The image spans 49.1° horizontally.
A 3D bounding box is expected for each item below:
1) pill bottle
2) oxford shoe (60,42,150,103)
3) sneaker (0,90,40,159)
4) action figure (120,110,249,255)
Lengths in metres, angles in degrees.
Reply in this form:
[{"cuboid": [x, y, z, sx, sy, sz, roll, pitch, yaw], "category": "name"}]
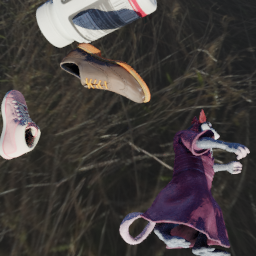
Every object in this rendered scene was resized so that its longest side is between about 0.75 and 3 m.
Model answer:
[{"cuboid": [-0.873, -3.211, 7.259, 2.913, 1.613, 1.613, -17, 53, 23], "category": "pill bottle"}, {"cuboid": [-0.463, -0.920, 5.332, 1.988, 0.709, 0.725, 33, 63, 28], "category": "oxford shoe"}, {"cuboid": [-2.430, -0.174, 6.494, 0.893, 0.643, 1.708, -14, 65, 24], "category": "sneaker"}, {"cuboid": [1.215, 0.941, 5.455, 2.110, 1.898, 2.834, -5, 55, 18], "category": "action figure"}]
